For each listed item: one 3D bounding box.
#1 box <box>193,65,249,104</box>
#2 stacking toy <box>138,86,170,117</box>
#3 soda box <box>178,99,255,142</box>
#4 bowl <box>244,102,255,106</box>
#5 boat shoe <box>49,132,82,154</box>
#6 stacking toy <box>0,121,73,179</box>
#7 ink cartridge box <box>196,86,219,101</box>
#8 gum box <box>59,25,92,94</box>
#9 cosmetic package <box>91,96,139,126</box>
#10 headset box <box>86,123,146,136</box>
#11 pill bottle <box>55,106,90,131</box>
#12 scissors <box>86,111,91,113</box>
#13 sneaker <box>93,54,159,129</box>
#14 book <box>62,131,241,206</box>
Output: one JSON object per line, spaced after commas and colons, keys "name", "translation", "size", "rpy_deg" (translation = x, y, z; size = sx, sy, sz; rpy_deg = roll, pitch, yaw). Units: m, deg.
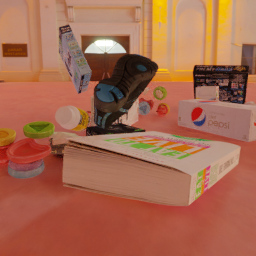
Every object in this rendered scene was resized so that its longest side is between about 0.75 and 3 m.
{"name": "box", "translation": [4.122, -1.756, 12.584], "size": [2.286, 2.269, 0.568], "rpy_deg": [5, 51, 22]}
{"name": "stacking toy", "translation": [1.007, -1.066, 11.583], "size": [1.368, 1.238, 0.578], "rpy_deg": [5, 24, 19]}
{"name": "soda box", "translation": [2.817, -0.331, 8.636], "size": [0.954, 0.892, 2.801], "rpy_deg": [-7, 13, -31]}
{"name": "bowl", "translation": [4.585, -0.600, 10.032], "size": [0.937, 0.350, 0.936], "rpy_deg": [47, 22, 8]}
{"name": "boat shoe", "translation": [-1.011, 0.434, 5.880], "size": [1.737, 0.519, 0.621], "rpy_deg": [9, 7, 35]}
{"name": "stacking toy", "translation": [-1.941, 0.446, 5.602], "size": [1.510, 0.638, 1.367], "rpy_deg": [24, 32, 39]}
{"name": "ink cartridge box", "translation": [3.411, -1.203, 12.038], "size": [0.856, 1.172, 0.860], "rpy_deg": [2, 12, 26]}
{"name": "gum box", "translation": [-1.761, -2.182, 9.135], "size": [0.384, 1.722, 1.463], "rpy_deg": [-23, -9, -19]}
{"name": "cosmetic package", "translation": [-0.316, -0.566, 9.144], "size": [0.722, 1.177, 2.852], "rpy_deg": [6, 13, 16]}
{"name": "headset box", "translation": [-0.280, 0.272, 6.583], "size": [1.018, 0.543, 1.170], "rpy_deg": [-7, 14, -32]}
{"name": "pill bottle", "translation": [-1.484, -0.255, 7.546], "size": [0.630, 0.630, 1.121], "rpy_deg": [3, -4, 13]}
{"name": "scissors", "translation": [-1.421, -0.665, 12.332], "size": [0.409, 0.078, 1.117], "rpy_deg": [-6, 14, -38]}
{"name": "sneaker", "translation": [-0.075, -0.750, 5.160], "size": [0.697, 0.780, 1.903], "rpy_deg": [31, 47, 13]}
{"name": "book", "translation": [0.638, 0.535, 4.824], "size": [1.963, 0.706, 2.939], "rpy_deg": [8, 7, 30]}
